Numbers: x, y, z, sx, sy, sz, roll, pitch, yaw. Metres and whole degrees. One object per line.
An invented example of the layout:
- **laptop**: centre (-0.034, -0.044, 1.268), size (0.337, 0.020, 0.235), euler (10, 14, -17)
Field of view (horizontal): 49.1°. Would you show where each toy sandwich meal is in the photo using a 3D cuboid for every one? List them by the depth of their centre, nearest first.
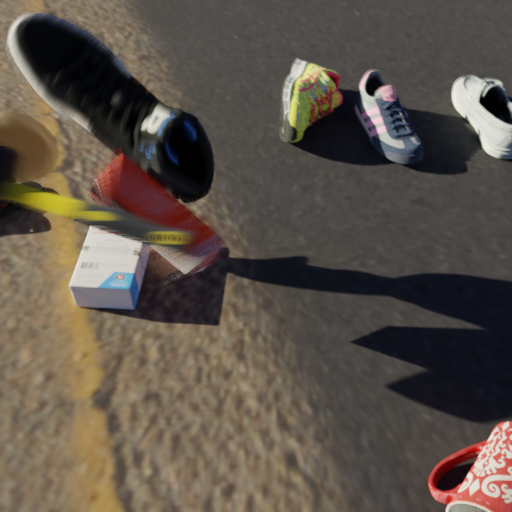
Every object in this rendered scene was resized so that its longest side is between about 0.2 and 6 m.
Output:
- **toy sandwich meal**: centre (-3.745, -1.710, 8.654), size (1.372, 1.372, 0.470), euler (-7, 44, -6)

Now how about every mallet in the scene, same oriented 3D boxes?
- **mallet**: centre (-2.296, -0.426, 6.688), size (3.093, 0.636, 1.018), euler (24, 84, 11)

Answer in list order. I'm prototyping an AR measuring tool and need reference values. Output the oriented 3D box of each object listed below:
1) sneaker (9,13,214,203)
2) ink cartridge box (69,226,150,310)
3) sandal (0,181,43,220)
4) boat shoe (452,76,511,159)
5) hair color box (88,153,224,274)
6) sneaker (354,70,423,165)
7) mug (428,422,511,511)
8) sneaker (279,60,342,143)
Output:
- **sneaker**: centre (-1.670, -1.990, 7.326), size (1.150, 3.147, 1.761), euler (-53, 29, -13)
- **ink cartridge box**: centre (-2.314, 0.045, 9.186), size (0.966, 0.556, 1.668), euler (3, 48, 3)
- **sandal**: centre (-4.809, -0.929, 10.145), size (0.728, 0.437, 1.937), euler (34, 56, 27)
- **boat shoe**: centre (4.968, -3.194, 11.833), size (0.933, 0.952, 2.673), euler (-4, 48, -4)
- **hair color box**: centre (-1.353, -0.513, 7.527), size (1.760, 0.893, 0.539), euler (40, 71, -14)
- **sneaker**: centre (2.702, -2.880, 11.523), size (0.851, 0.995, 2.426), euler (-15, 50, -13)
- **mug**: centre (2.834, 2.633, 6.665), size (1.200, 0.902, 1.352), euler (31, 52, 23)
- **sneaker**: centre (1.201, -3.330, 11.907), size (1.234, 1.068, 2.732), euler (12, 49, 7)
